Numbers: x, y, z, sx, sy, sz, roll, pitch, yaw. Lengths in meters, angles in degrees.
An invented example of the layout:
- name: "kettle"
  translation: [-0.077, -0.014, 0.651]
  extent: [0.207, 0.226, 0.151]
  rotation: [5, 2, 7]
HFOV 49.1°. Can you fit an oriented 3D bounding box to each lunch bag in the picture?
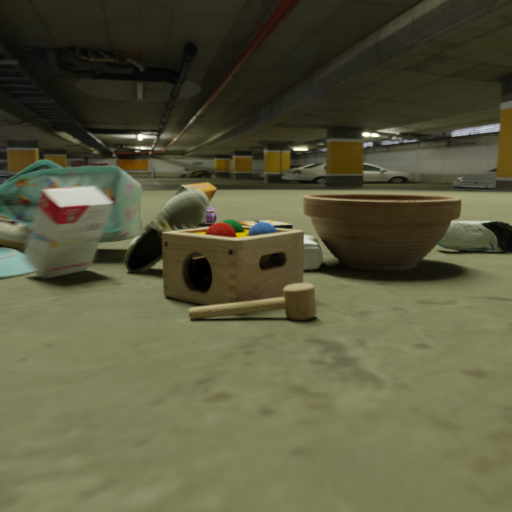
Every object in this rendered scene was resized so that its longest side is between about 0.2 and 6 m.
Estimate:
- name: "lunch bag"
  translation: [-3.757, -1.040, 11.446]
  extent: [2.527, 1.541, 2.152]
  rotation: [0, -2, 2]

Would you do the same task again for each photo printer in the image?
- name: "photo printer"
  translation: [0.583, -0.080, 10.219]
  extent: [1.206, 0.503, 1.450]
  rotation: [-1, 8, 3]

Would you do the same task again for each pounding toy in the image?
- name: "pounding toy"
  translation: [-0.170, 0.120, 7.147]
  extent: [2.264, 1.036, 1.989]
  rotation: [7, 11, 40]

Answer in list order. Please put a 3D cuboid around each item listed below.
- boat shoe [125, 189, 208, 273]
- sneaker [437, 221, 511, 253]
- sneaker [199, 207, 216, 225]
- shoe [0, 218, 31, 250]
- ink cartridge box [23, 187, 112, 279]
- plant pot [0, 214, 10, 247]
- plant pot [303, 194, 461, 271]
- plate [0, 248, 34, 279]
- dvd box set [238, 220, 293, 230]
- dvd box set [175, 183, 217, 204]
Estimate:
- name: "boat shoe"
  translation: [-1.509, -0.375, 9.355]
  extent: [1.852, 0.662, 0.553]
  rotation: [-40, 18, 23]
- name: "sneaker"
  translation: [4.740, -0.389, 11.929]
  extent: [1.876, 0.674, 0.680]
  rotation: [6, -10, 1]
- name: "sneaker"
  translation: [-1.922, -1.274, 17.157]
  extent: [1.302, 0.828, 2.283]
  rotation: [5, 9, 10]
- name: "shoe"
  translation: [-5.228, -0.533, 11.659]
  extent: [0.808, 0.617, 2.311]
  rotation: [13, 1, 44]
- name: "ink cartridge box"
  translation: [-3.058, -0.396, 9.063]
  extent: [0.585, 1.366, 1.008]
  rotation: [41, 28, 23]
- name: "plant pot"
  translation: [-5.792, -0.505, 12.408]
  extent: [0.768, 0.880, 0.880]
  rotation: [-25, 19, -24]
- name: "plant pot"
  translation: [2.228, -0.458, 10.144]
  extent: [2.776, 1.281, 2.776]
  rotation: [0, 9, 0]
- name: "plate"
  translation: [-5.011, 0.114, 9.602]
  extent: [2.509, 0.321, 2.509]
  rotation: [0, 10, 0]
- name: "dvd box set"
  translation: [0.213, -0.845, 16.156]
  extent: [1.136, 0.228, 1.553]
  rotation: [-5, 10, -22]
- name: "dvd box set"
  translation: [-1.562, -0.832, 12.045]
  extent: [0.312, 1.554, 2.124]
  rotation: [32, 11, 3]
